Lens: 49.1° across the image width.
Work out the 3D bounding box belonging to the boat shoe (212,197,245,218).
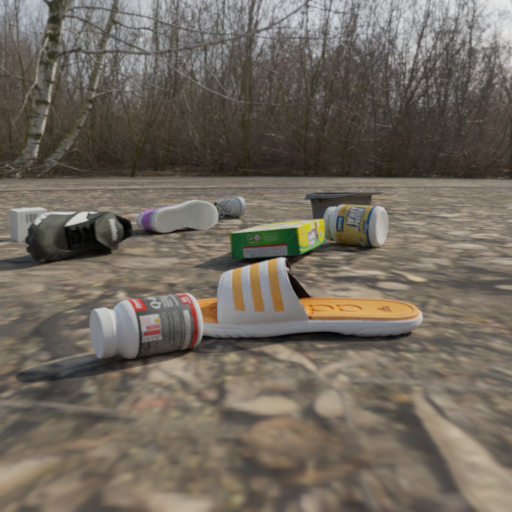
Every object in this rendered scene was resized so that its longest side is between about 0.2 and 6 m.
[{"bbox_3d":[-0.999,-1.553,17.679,0.757,0.656,1.775,-5,9,-27],"label":"boat shoe"}]

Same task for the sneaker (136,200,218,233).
[{"bbox_3d":[-2.104,-1.040,14.589,2.154,0.781,1.228,-7,7,-43],"label":"sneaker"}]

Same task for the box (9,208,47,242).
[{"bbox_3d":[-5.234,-0.726,12.884,0.712,0.715,0.468,-10,16,-42],"label":"box"}]

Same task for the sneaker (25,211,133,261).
[{"bbox_3d":[-3.251,-0.460,10.785,1.212,0.890,2.679,-3,7,16],"label":"sneaker"}]

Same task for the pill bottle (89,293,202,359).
[{"bbox_3d":[-1.063,0.688,5.431,0.976,0.565,0.565,-5,11,-31],"label":"pill bottle"}]

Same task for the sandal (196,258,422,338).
[{"bbox_3d":[0.455,0.403,6.333,2.788,0.799,1.068,-1,11,-1],"label":"sandal"}]

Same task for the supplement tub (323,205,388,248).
[{"bbox_3d":[2.122,-0.649,11.996,1.203,0.870,0.870,6,12,31],"label":"supplement tub"}]

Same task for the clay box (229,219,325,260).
[{"bbox_3d":[0.521,-0.355,10.851,1.313,0.544,2.285,-4,5,21],"label":"clay box"}]

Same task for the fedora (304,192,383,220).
[{"bbox_3d":[2.292,-1.226,14.961,2.135,0.964,1.888,5,10,38],"label":"fedora"}]
